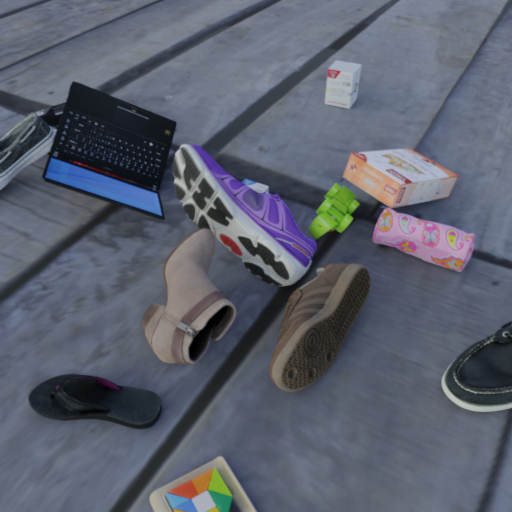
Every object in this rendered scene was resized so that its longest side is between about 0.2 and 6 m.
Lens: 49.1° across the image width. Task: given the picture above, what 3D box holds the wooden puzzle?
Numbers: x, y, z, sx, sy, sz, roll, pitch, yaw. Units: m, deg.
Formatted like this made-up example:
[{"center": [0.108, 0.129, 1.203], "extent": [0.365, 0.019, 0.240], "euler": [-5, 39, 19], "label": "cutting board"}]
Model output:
[{"center": [-0.732, 3.449, 7.709], "extent": [1.184, 0.220, 1.095], "euler": [-23, 48, -23], "label": "wooden puzzle"}]

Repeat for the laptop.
[{"center": [-3.066, -2.365, 12.297], "extent": [2.582, 1.505, 2.914], "euler": [18, 74, -22], "label": "laptop"}]

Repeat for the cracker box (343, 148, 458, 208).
[{"center": [3.280, -1.812, 12.677], "extent": [2.237, 0.645, 1.498], "euler": [-14, 42, -39], "label": "cracker box"}]

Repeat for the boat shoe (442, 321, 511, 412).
[{"center": [4.609, 1.474, 9.181], "extent": [3.396, 1.126, 1.269], "euler": [-13, 44, -13], "label": "boat shoe"}]

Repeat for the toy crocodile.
[{"center": [1.687, -0.964, 12.029], "extent": [0.713, 0.653, 2.113], "euler": [39, 34, -2], "label": "toy crocodile"}]

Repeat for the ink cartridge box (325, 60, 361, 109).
[{"center": [2.510, -4.961, 16.230], "extent": [0.784, 1.078, 0.780], "euler": [17, 42, 18], "label": "ink cartridge box"}]

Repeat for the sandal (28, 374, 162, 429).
[{"center": [-2.548, 2.195, 8.853], "extent": [2.143, 0.513, 0.805], "euler": [5, 43, 5], "label": "sandal"}]

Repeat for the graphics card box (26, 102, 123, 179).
[{"center": [-4.218, -2.947, 14.222], "extent": [2.022, 0.820, 3.223], "euler": [-29, 51, -27], "label": "graphics card box"}]

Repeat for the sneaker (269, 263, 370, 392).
[{"center": [0.945, 1.191, 9.838], "extent": [1.095, 1.021, 2.899], "euler": [4, 38, 42], "label": "sneaker"}]

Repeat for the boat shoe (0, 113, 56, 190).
[{"center": [-5.967, -2.309, 12.933], "extent": [2.754, 0.977, 0.993], "euler": [-43, 48, -12], "label": "boat shoe"}]

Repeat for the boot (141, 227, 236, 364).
[{"center": [-0.983, 0.697, 9.639], "extent": [1.808, 0.869, 2.473], "euler": [15, 72, 50], "label": "boot"}]

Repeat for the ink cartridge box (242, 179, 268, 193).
[{"center": [-0.243, -1.242, 12.698], "extent": [0.641, 0.371, 1.103], "euler": [21, 47, 21], "label": "ink cartridge box"}]

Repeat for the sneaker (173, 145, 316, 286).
[{"center": [-0.247, -0.896, 11.023], "extent": [3.407, 1.374, 1.421], "euler": [45, 55, -3], "label": "sneaker"}]

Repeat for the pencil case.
[{"center": [3.387, -0.360, 11.409], "extent": [1.981, 0.866, 0.866], "euler": [21, 46, 23], "label": "pencil case"}]
